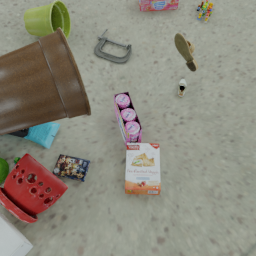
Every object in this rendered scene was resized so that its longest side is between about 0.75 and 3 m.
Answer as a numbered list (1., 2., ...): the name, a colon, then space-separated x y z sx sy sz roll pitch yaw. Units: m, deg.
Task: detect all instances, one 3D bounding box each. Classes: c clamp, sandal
1. c clamp: -0.593 -3.432 11.705 1.841 0.249 1.573 28 62 16
2. sandal: 1.917 -2.453 8.817 0.437 1.330 0.488 -42 23 -25

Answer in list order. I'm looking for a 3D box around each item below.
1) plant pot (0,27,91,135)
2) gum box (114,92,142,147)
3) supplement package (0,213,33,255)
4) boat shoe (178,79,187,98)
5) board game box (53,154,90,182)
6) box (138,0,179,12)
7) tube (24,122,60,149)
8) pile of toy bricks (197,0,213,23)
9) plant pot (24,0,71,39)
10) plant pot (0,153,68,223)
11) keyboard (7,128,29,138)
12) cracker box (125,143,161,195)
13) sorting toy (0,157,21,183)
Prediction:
1. plant pot: -2.276 -0.952 6.676 2.188 2.210 2.210 -22 61 -11
2. gum box: -0.007 -0.255 9.326 0.547 0.939 1.654 -14 59 -8
3. supplement package: -3.360 2.938 7.427 1.386 0.810 0.813 35 65 20
4. boat shoe: 2.050 -1.534 10.500 0.323 0.296 0.865 7 59 5
5. board game box: -1.774 1.253 8.842 1.017 0.176 0.689 11 59 6
6. box: 1.400 -6.067 12.969 1.810 0.864 0.902 -5 58 -3
7. tube: -3.598 -0.086 9.479 2.412 0.608 0.934 17 74 4
8. pile of toy bricks: 3.523 -5.478 12.739 0.721 0.641 1.299 19 60 11
9. plant pot: -3.432 -4.427 11.701 1.479 1.608 1.608 4 58 17
10. plant pot: -2.707 1.685 7.779 1.557 1.557 1.418 36 73 20
11. keyboard: -3.888 -0.652 8.161 0.530 2.673 1.391 -1 75 37
12. cracker box: 0.456 1.239 8.686 1.055 0.454 1.575 1 58 1
13. sorting toy: -4.450 1.164 8.428 2.891 0.996 1.003 -5 58 -2
